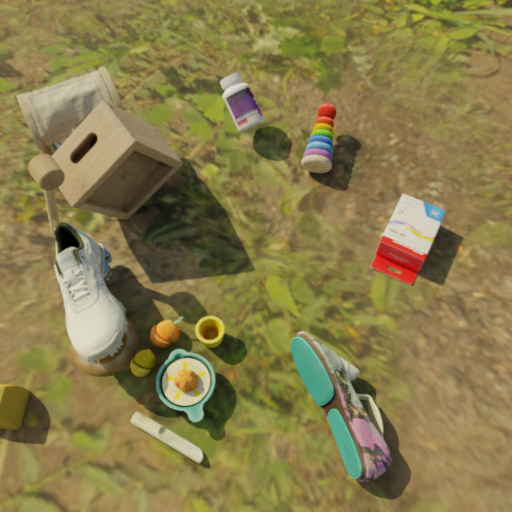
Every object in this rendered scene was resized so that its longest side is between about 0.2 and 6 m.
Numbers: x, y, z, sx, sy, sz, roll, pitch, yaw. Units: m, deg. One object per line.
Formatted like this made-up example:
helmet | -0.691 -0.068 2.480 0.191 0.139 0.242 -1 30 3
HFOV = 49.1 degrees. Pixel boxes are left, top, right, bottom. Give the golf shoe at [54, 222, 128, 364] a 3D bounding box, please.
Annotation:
golf shoe | -2.944 0.539 9.274 1.039 1.290 2.654 -28 49 -1

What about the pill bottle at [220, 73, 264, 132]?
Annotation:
pill bottle | -0.321 -3.197 11.646 0.607 0.607 1.090 -28 99 -14

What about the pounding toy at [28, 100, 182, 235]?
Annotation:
pounding toy | -3.081 -1.553 9.989 2.357 2.683 1.227 -42 72 14

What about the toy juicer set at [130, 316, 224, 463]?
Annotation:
toy juicer set | -1.423 2.065 9.274 1.507 0.645 2.369 7 62 4

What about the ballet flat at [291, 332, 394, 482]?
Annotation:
ballet flat | 1.433 2.330 9.112 0.896 0.871 2.519 -14 66 -29

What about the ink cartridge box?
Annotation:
ink cartridge box | 2.878 -0.321 10.642 0.892 0.516 1.536 24 65 13

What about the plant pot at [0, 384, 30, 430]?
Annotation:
plant pot | -4.189 2.383 9.076 0.668 0.687 0.672 3 61 2

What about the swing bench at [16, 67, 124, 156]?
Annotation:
swing bench | -3.484 -2.539 11.147 1.754 1.764 1.144 -23 63 -11

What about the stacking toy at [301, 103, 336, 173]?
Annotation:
stacking toy | 1.352 -2.491 11.608 0.625 0.625 1.464 9 75 5

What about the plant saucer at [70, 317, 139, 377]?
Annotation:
plant saucer | -2.679 1.510 9.822 1.197 0.212 1.197 0 62 0
